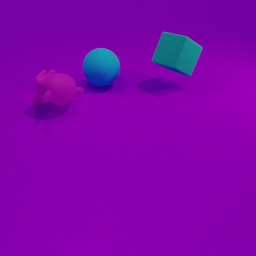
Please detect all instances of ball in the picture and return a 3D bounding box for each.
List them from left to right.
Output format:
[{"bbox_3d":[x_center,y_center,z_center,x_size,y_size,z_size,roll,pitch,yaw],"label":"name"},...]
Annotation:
[{"bbox_3d":[-0.980,-2.232,10.344,1.365,1.365,1.365,0,36,0],"label":"ball"}]

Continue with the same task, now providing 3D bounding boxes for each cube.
[{"bbox_3d":[1.757,-2.642,10.083,1.118,1.118,1.118,11,15,-47],"label":"cube"}]

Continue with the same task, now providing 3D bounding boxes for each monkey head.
[{"bbox_3d":[-2.380,-1.117,9.032,1.204,1.437,1.998,38,25,14],"label":"monkey head"}]
